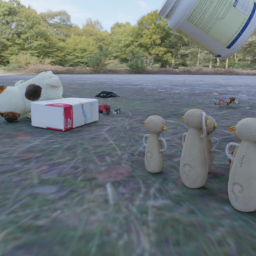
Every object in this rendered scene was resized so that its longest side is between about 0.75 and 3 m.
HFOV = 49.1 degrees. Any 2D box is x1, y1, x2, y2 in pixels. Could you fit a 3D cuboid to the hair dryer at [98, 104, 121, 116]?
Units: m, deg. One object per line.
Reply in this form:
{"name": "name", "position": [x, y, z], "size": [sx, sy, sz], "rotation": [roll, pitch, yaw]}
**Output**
{"name": "hair dryer", "position": [-0.812, -0.637, 9.656], "size": [1.018, 0.276, 0.775], "rotation": [6, 15, 27]}

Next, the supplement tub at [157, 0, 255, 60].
{"name": "supplement tub", "position": [2.130, -3.098, 7.525], "size": [2.301, 1.669, 1.669], "rotation": [29, 10, -9]}

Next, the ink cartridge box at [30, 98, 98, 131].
{"name": "ink cartridge box", "position": [-1.724, -0.441, 7.865], "size": [1.175, 0.681, 1.592], "rotation": [7, 13, 28]}

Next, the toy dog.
{"name": "toy dog", "position": [-2.979, -0.862, 8.471], "size": [1.941, 1.354, 1.882], "rotation": [-23, 12, -23]}

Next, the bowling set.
{"name": "bowling set", "position": [1.279, 0.209, 4.092], "size": [1.421, 1.096, 2.041], "rotation": [-11, 17, -40]}

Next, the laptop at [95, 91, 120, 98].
{"name": "laptop", "position": [-1.082, -1.652, 14.605], "size": [0.823, 0.480, 0.929], "rotation": [13, 44, 46]}

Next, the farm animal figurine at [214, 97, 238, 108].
{"name": "farm animal figurine", "position": [3.840, -0.972, 10.981], "size": [0.760, 0.396, 0.752], "rotation": [0, -1, 35]}
